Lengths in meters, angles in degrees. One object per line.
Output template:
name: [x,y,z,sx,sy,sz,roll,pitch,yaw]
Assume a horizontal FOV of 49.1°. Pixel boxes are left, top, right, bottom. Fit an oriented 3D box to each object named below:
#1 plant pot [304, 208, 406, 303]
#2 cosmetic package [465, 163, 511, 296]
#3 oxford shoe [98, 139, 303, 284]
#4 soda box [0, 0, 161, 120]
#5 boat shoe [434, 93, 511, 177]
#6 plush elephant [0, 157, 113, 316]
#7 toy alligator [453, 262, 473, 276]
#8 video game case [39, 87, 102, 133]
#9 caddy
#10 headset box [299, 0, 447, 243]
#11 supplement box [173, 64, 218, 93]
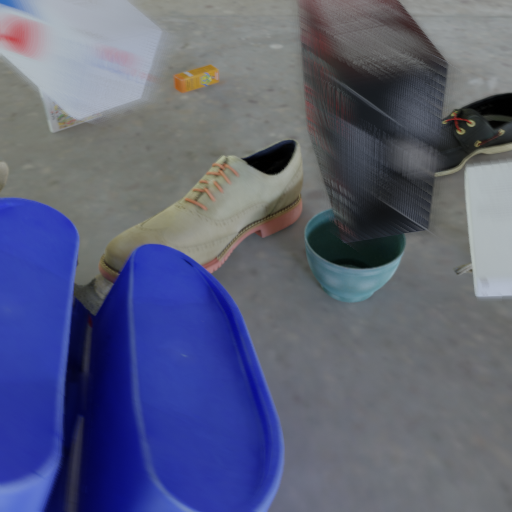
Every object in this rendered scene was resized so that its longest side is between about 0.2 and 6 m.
plant pot: [1.337,0.063,7.907,1.376,0.922,1.376,0,41,0]
cosmetic package: [2.171,-0.218,5.093,0.442,0.615,1.089,-6,73,20]
oxford shoe: [-0.702,-0.775,8.263,1.344,1.402,3.798,29,42,28]
soda box: [-3.276,-3.729,7.979,3.888,1.238,1.324,42,44,10]
boat shoe: [3.865,-2.344,10.676,3.230,1.012,1.182,-21,45,-20]
plush elephant: [-3.482,0.091,6.719,3.116,2.413,2.566,20,45,22]
toy alligator: [3.942,0.149,8.053,2.478,0.735,0.672,-17,84,-18]
video game case: [-3.821,-3.216,11.605,1.162,1.058,0.133,-30,49,-30]
caddy: [-1.687,1.447,4.879,3.126,2.321,4.422,21,22,-24]
headset box: [1.250,-1.933,6.878,1.079,2.139,2.878,-9,44,1]
supplement box: [-1.414,-4.212,13.303,1.069,0.356,0.368,-29,49,-28]
